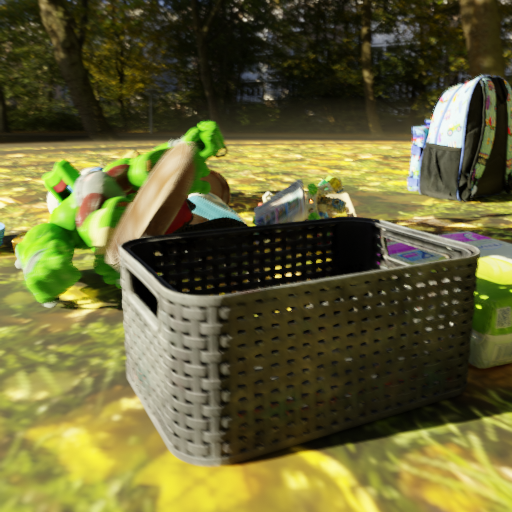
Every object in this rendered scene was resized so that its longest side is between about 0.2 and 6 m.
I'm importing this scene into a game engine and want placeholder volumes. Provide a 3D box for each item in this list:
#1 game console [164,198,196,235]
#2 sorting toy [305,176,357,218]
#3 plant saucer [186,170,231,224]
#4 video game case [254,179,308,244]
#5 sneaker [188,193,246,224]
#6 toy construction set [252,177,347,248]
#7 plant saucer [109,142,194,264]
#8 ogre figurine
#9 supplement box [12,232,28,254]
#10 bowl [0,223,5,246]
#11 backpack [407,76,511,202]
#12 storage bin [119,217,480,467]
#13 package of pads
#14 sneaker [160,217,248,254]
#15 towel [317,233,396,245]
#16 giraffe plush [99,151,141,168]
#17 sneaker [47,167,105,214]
[{"bbox_3d":[-1.835,-0.480,11.297,1.512,0.897,1.303,-35,45,5],"label":"game console"},{"bbox_3d":[1.625,-1.256,13.130,1.267,0.252,1.714,-4,51,-12],"label":"sorting toy"},{"bbox_3d":[-1.367,-1.325,12.865,1.597,1.597,0.275,-7,37,-24],"label":"plant saucer"},{"bbox_3d":[0.462,-0.844,10.963,1.192,0.141,1.085,-32,38,26],"label":"video game case"},{"bbox_3d":[-0.828,-1.012,12.689,1.526,0.584,0.616,34,29,-13],"label":"sneaker"},{"bbox_3d":[0.760,-0.908,11.871,2.243,1.471,1.033,1,-22,44],"label":"toy construction set"},{"bbox_3d":[-1.243,-0.605,6.907,0.298,1.728,1.728,31,4,-22],"label":"plant saucer"},{"bbox_3d":[-2.495,-0.839,9.642,2.541,4.238,2.079,-1,-31,47],"label":"ogre figurine"},{"bbox_3d":[-4.846,-0.285,11.733,0.293,0.303,0.881,-3,14,-9],"label":"supplement box"},{"bbox_3d":[-6.376,-0.344,11.710,2.102,0.413,2.102,0,15,0],"label":"bowl"},{"bbox_3d":[6.778,-3.842,18.198,3.466,3.796,2.554,-13,20,-39],"label":"backpack"},{"bbox_3d":[0.412,0.622,5.925,3.308,1.551,2.236,-8,17,-25],"label":"storage bin"},{"bbox_3d":[2.992,0.462,7.635,2.181,0.963,2.823,-7,17,-20],"label":"package of pads"},{"bbox_3d":[-1.101,-0.440,11.538,1.990,0.754,0.871,-4,10,-15],"label":"sneaker"},{"bbox_3d":[2.186,-0.423,12.362,2.096,0.238,1.510,10,17,33],"label":"towel"},{"bbox_3d":[-3.735,-2.276,17.359,1.518,1.615,1.872,39,23,34],"label":"giraffe plush"},{"bbox_3d":[-4.269,-1.812,15.617,1.696,1.170,3.049,-2,18,14],"label":"sneaker"}]
